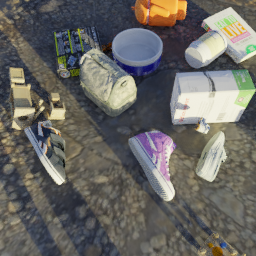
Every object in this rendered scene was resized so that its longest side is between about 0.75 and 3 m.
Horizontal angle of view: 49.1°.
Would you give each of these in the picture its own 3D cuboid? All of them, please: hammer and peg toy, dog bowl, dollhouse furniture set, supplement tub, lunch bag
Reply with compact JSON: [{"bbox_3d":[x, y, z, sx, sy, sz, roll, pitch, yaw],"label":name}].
[{"bbox_3d":[2.900,3.939,8.567,0.959,0.460,1.304,-39,65,-24],"label":"hammer and peg toy"},{"bbox_3d":[0.425,-3.569,13.136,2.316,0.912,2.316,0,57,0],"label":"dog bowl"},{"bbox_3d":[-3.869,-1.206,11.748,1.994,1.254,2.255,0,53,-30],"label":"dollhouse furniture set"},{"bbox_3d":[3.598,-3.638,12.987,1.706,1.237,1.237,-37,64,-22],"label":"supplement tub"},{"bbox_3d":[-0.864,-1.936,11.445,1.637,1.970,2.349,-38,65,-21],"label":"lunch bag"}]

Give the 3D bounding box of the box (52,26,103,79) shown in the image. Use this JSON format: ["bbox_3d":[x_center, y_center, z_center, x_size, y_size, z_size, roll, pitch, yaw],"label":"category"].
[{"bbox_3d":[-2.360,-3.677,13.390,2.203,0.609,2.750,-12,58,-7],"label":"box"}]

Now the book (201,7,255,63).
[{"bbox_3d":[5.176,-4.559,13.823,1.834,0.660,2.745,-28,70,-19],"label":"book"}]

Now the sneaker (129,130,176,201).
[{"bbox_3d":[1.276,1.160,10.072,1.554,0.988,2.726,-20,59,-16],"label":"sneaker"}]

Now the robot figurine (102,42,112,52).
[{"bbox_3d":[-0.965,-4.004,13.832,0.751,0.219,0.545,-23,58,-14],"label":"robot figurine"}]

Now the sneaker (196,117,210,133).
[{"bbox_3d":[2.615,-0.057,9.736,0.429,0.366,0.972,28,29,7],"label":"sneaker"}]

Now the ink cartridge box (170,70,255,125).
[{"bbox_3d":[3.129,-1.163,10.930,2.742,2.003,1.156,-2,57,-2],"label":"ink cartridge box"}]

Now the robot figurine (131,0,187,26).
[{"bbox_3d":[1.553,-6.090,14.359,2.761,1.610,1.986,3,62,2],"label":"robot figurine"}]

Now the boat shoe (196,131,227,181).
[{"bbox_3d":[3.203,1.059,10.362,0.753,0.738,2.114,37,59,-4],"label":"boat shoe"}]

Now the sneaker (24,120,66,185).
[{"bbox_3d":[-2.790,0.733,10.258,1.088,1.075,2.741,-32,61,-12],"label":"sneaker"}]
